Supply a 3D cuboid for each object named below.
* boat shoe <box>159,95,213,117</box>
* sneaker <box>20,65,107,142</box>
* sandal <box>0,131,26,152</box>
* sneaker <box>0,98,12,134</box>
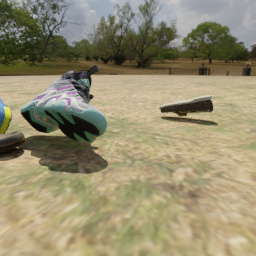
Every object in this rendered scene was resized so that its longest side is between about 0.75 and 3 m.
[{"bbox_3d":[1.958,-0.674,9.570,1.865,0.555,0.670,-10,8,28],"label":"boat shoe"},{"bbox_3d":[-1.183,-0.803,6.729,2.918,1.134,2.041,10,54,42],"label":"sneaker"},{"bbox_3d":[-3.477,0.200,5.569,2.672,0.729,1.092,-7,12,-16],"label":"sandal"},{"bbox_3d":[-4.124,-0.533,7.697,1.115,0.938,2.845,23,-2,-38],"label":"sneaker"}]
